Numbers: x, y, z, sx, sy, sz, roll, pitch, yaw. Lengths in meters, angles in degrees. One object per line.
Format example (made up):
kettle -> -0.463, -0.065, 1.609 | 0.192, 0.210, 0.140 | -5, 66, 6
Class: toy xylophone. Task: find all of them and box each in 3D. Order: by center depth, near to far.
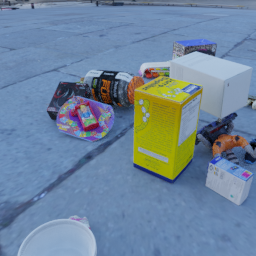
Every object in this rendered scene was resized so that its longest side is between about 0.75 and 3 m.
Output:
toy xylophone -> 1.962, -3.542, 17.301 | 2.582, 0.649, 1.891 | 0, 30, -1

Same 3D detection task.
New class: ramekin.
ramekin -> -1.480, 2.913, 6.098 | 1.640, 0.861, 1.640 | 0, 30, 0

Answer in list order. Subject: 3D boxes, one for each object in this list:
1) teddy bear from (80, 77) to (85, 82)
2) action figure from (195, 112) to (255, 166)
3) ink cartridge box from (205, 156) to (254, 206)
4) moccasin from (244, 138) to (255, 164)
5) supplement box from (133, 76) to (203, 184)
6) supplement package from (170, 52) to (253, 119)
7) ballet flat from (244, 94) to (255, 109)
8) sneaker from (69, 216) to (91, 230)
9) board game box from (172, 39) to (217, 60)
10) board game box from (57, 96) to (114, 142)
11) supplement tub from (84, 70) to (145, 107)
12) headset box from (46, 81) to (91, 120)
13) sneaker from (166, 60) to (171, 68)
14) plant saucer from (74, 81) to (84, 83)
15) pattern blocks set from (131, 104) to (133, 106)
teddy bear -> -2.444, -1.921, 14.697 | 1.463, 0.674, 2.018 | -5, 38, 6
action figure -> 3.072, 0.658, 10.056 | 2.594, 1.357, 2.509 | -26, 23, 8
ink cartridge box -> 2.910, 1.499, 8.403 | 0.536, 0.958, 1.404 | -26, 39, -37
moccasin -> 4.636, 0.739, 10.138 | 0.607, 0.514, 1.509 | 15, 33, 24
supplement box -> 1.225, 0.026, 9.023 | 1.574, 2.873, 1.564 | 20, 35, 30
supplement package -> 2.951, -1.679, 10.384 | 1.506, 1.511, 2.576 | -24, 38, -27
ballet flat -> 5.982, -1.231, 13.520 | 2.157, 0.727, 0.687 | 24, 66, 36
sneaker -> -1.472, 2.524, 7.267 | 0.993, 0.404, 0.438 | 4, 28, -9
board game box -> 3.526, -3.450, 15.330 | 1.973, 2.474, 1.198 | -11, 32, -18
board game box -> -1.760, -0.514, 11.337 | 2.365, 0.460, 1.868 | 17, 61, 10
supplement tub -> -0.651, -1.895, 13.336 | 2.668, 1.634, 1.634 | 9, 31, 28
headset box -> -2.620, -1.095, 12.477 | 1.434, 0.723, 1.929 | 7, 58, 13
sneaker -> 3.214, -4.360, 18.914 | 1.450, 0.547, 0.554 | -24, 44, -18
plant saucer -> -2.778, -2.009, 14.208 | 1.051, 0.252, 1.052 | -6, 44, 19
pattern blocks set -> 1.185, -1.649, 14.489 | 2.546, 0.235, 2.896 | 13, 33, 22
